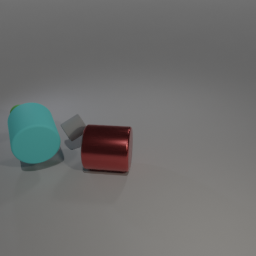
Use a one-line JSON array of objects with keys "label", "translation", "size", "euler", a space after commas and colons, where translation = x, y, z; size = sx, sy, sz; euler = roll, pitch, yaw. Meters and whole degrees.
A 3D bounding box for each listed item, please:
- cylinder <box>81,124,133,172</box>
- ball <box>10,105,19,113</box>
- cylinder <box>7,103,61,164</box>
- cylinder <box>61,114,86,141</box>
[{"label": "cylinder", "translation": [-0.610, 0.614, 8.705], "size": [1.400, 1.400, 1.400], "euler": [3, 29, 6]}, {"label": "ball", "translation": [-4.053, -0.530, 10.505], "size": [0.700, 0.700, 0.700], "euler": [0, 29, 0]}, {"label": "cylinder", "translation": [-2.926, 0.138, 8.668], "size": [1.400, 1.400, 1.400], "euler": [-12, 37, -20]}, {"label": "cylinder", "translation": [-1.818, -0.009, 9.559], "size": [0.700, 0.700, 0.700], "euler": [-33, 37, -9]}]
